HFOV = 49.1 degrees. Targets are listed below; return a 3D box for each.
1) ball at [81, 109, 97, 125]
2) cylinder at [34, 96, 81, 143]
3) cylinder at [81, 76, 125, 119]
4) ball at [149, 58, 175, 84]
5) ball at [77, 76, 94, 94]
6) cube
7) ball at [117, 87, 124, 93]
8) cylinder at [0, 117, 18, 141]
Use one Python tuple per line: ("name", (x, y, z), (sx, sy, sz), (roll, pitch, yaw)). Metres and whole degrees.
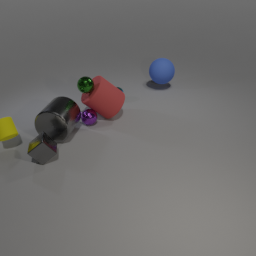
("ball", (-1.665, -0.478, 12.016), (0.700, 0.700, 0.700), (0, 30, 0))
("cylinder", (-2.736, -0.345, 11.074), (1.400, 1.400, 1.400), (6, 31, 9))
("cylinder", (-1.090, -1.338, 12.268), (1.400, 1.400, 1.400), (33, 14, -31))
("ball", (1.847, -3.104, 15.293), (1.400, 1.400, 1.400), (0, 30, 0))
("ball", (-1.731, -1.760, 11.472), (0.700, 0.700, 0.700), (0, 30, 0))
("cube", (-2.959, 0.702, 9.724), (0.700, 0.700, 0.700), (-37, 31, 9))
("ball", (-0.546, -1.726, 14.153), (0.700, 0.700, 0.700), (0, 30, 0))
("cylinder", (-4.494, 0.041, 10.271), (0.700, 0.700, 0.700), (-25, -3, -1))
